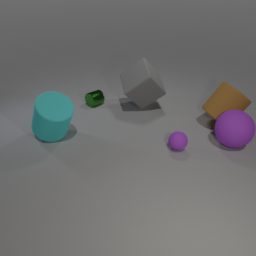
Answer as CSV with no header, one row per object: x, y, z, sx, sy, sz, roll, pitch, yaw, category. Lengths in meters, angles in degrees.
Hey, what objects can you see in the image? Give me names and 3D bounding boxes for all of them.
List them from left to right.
-2.863,-0.415,10.589,1.400,1.400,1.400,13,50,-16,cylinder
-1.616,-1.442,13.622,0.700,0.700,0.700,26,38,38,cylinder
0.675,-2.016,12.795,1.400,1.400,1.400,-31,47,22,cube
1.822,0.468,10.182,0.700,0.700,0.700,0,29,0,ball
4.038,-0.961,11.545,1.400,1.400,1.400,34,17,-12,cylinder
3.914,0.029,10.284,1.400,1.400,1.400,0,29,0,ball
